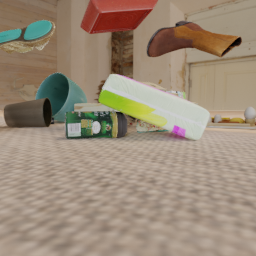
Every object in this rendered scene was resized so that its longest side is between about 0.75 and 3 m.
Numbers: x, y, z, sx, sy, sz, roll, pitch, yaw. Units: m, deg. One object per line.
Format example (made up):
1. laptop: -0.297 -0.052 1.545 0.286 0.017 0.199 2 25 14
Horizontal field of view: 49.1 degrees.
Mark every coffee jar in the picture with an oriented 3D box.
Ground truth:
1. coffee jar: -0.905 -0.102 7.972 1.745 0.744 0.910 -1 9 -13

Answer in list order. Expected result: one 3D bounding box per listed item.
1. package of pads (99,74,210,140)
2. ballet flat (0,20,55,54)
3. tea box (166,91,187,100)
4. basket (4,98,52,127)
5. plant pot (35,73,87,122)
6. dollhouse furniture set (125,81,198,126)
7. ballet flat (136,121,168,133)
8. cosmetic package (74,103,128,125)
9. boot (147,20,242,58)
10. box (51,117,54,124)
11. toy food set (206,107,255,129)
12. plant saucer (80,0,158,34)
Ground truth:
1. package of pads: 0.802 -0.680 8.422 2.938 1.002 2.269 22 8 4
2. ballet flat: -3.609 -3.258 10.286 2.721 0.960 0.888 0 -25 25
3. tea box: 2.066 -1.306 16.627 2.311 1.544 2.274 -3 3 33
4. basket: -4.215 -0.584 11.803 1.683 1.144 1.517 -6 34 -1
5. plant pot: -3.406 -1.449 15.195 2.481 2.481 1.991 3 -13 34
6. dollhouse furniture set: 1.244 -0.752 12.197 2.569 1.810 1.800 31 23 33
7. ballet flat: 0.919 -0.094 9.813 1.423 0.455 0.538 -2 7 -31
8. cosmetic package: -1.207 -0.718 13.899 2.835 1.008 1.491 4 6 37
9. boot: 2.402 -3.041 10.547 2.578 0.938 2.739 -30 47 -27
10. box: -4.521 -0.338 13.347 1.259 0.348 1.572 4 6 44
11. toy food set: 4.421 -0.478 11.876 2.849 0.861 2.045 3 6 32
12. plant saucer: -0.351 -4.158 10.462 2.527 0.464 2.523 -13 2 -18
